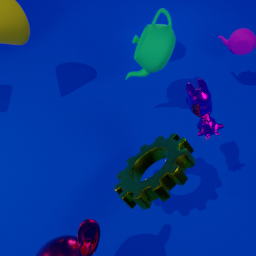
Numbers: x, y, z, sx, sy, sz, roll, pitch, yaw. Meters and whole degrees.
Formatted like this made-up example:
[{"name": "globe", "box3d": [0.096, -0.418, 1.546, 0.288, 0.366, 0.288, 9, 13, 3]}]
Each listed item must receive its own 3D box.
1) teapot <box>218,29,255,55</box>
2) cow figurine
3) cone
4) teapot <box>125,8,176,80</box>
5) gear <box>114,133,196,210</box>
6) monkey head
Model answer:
[{"name": "teapot", "box3d": [2.986, -2.325, 7.449, 1.145, 0.712, 0.561, 3, 58, 15]}, {"name": "cow figurine", "box3d": [1.337, -0.309, 4.956, 0.494, 0.899, 0.885, -20, 59, 5]}, {"name": "cone", "box3d": [-3.275, -2.335, 6.585, 1.301, 1.301, 1.306, 27, 47, 13]}, {"name": "teapot", "box3d": [0.531, -1.910, 6.756, 0.916, 1.871, 1.164, 19, 23, -12]}, {"name": "gear", "box3d": [0.519, 0.841, 5.736, 1.765, 1.765, 0.326, -47, 111, -20]}, {"name": "monkey head", "box3d": [-0.848, 2.367, 4.420, 1.375, 1.911, 1.152, 26, 27, -22]}]
